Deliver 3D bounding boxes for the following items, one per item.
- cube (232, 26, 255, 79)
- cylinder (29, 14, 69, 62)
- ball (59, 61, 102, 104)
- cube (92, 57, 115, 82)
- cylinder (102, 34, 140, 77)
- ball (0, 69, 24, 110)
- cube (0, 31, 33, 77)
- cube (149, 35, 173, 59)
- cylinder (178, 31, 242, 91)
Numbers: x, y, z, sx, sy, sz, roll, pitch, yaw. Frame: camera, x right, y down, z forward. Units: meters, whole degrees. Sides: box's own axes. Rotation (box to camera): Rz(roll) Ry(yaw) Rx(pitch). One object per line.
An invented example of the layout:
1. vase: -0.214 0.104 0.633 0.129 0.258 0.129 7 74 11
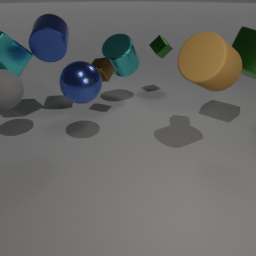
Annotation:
1. cube: 4.656 -2.729 10.469 1.400 1.400 1.400 29 13 25
2. cylinder: -3.051 -3.512 10.937 1.400 1.400 1.400 -3 43 -5
3. ball: -1.562 -1.508 9.299 1.400 1.400 1.400 0 28 0
4. cube: -1.076 -2.371 11.431 0.700 0.700 0.700 3 52 33
5. cylinder: -0.307 -3.279 12.711 1.400 1.400 1.400 -7 65 15
6. ball: -4.400 -1.347 9.809 1.400 1.400 1.400 0 28 0
7. cube: -4.841 -2.817 10.823 1.400 1.400 1.400 33 -1 43
8. cube: 1.593 -3.907 13.501 0.700 0.700 0.700 6 48 -59
9. cylinder: 2.367 -1.861 8.058 1.400 1.400 1.400 24 10 37
